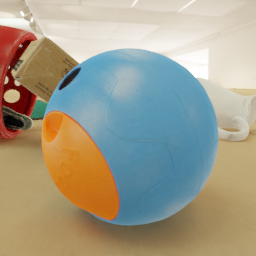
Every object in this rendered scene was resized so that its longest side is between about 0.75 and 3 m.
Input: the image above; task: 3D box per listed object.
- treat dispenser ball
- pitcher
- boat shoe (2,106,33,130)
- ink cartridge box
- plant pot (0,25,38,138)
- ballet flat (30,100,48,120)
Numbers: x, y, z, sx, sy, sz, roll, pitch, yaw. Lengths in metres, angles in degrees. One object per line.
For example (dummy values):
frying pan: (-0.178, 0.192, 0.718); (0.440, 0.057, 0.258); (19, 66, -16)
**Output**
treat dispenser ball: (0.020, 0.078, 2.844); (1.719, 1.719, 1.719); (0, 10, 0)
pitcher: (2.090, -0.465, 7.424); (2.380, 1.443, 2.042); (15, 33, 25)
boat shoe: (-2.963, -0.241, 6.733); (1.292, 0.470, 0.399); (16, 8, 2)
ink cartridge box: (-1.100, -0.694, 5.754); (2.417, 0.908, 1.991); (37, -5, -26)
plant pot: (-3.524, -1.194, 6.531); (2.321, 2.549, 2.549); (11, 9, -3)
ballet flat: (-3.751, -0.607, 9.660); (2.154, 0.732, 0.737); (-6, 4, -35)
